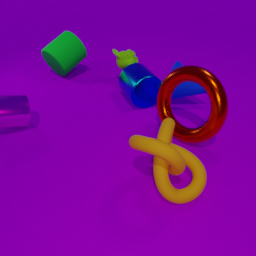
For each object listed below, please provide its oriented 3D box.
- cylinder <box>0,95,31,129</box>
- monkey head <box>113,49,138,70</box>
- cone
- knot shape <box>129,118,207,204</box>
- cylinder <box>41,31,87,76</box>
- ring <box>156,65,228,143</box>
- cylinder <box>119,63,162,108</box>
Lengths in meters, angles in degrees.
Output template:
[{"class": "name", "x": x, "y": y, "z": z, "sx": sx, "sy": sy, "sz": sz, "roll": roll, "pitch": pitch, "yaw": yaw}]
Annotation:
[{"class": "cylinder", "x": -3.180, "y": -0.447, "z": 7.567, "sx": 0.884, "sy": 0.884, "sz": 0.884, "roll": -6, "pitch": 34, "yaw": -30}, {"class": "monkey head", "x": -0.061, "y": -2.178, "z": 9.404, "sx": 0.693, "sy": 1.149, "sz": 0.827, "roll": -14, "pitch": 44, "yaw": 24}, {"class": "cone", "x": 1.929, "y": -1.271, "z": 8.504, "sx": 1.247, "sy": 1.243, "sz": 1.243, "roll": 20, "pitch": 40, "yaw": 18}, {"class": "knot shape", "x": 0.766, "y": 0.553, "z": 5.776, "sx": 0.861, "sy": 1.744, "sz": 1.864, "roll": -35, "pitch": 51, "yaw": 22}, {"class": "cylinder", "x": -2.312, "y": -2.702, "z": 10.200, "sx": 1.171, "sy": 1.171, "sz": 1.171, "roll": 29, "pitch": 67, "yaw": 34}, {"class": "ring", "x": 1.540, "y": -0.570, "z": 7.009, "sx": 1.961, "sy": 1.961, "sz": 0.392, "roll": 30, "pitch": 31, "yaw": 34}, {"class": "cylinder", "x": 0.391, "y": -1.333, "z": 8.751, "sx": 1.082, "sy": 1.082, "sz": 1.082, "roll": -13, "pitch": 38, "yaw": -18}]
